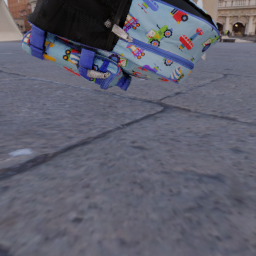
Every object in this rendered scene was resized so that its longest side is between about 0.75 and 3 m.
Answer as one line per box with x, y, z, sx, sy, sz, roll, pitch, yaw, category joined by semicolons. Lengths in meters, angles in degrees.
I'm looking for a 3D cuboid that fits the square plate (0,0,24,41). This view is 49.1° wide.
-2.868;-2.213;5.748;1.139;0.162;1.128;-2;-23;2;square plate

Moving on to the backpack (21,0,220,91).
0.002;-1.170;3.568;2.033;1.368;1.856;23;14;-6;backpack

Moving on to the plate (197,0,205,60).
2.136;-2.896;8.237;0.216;1.335;1.338;-3;57;16;plate
